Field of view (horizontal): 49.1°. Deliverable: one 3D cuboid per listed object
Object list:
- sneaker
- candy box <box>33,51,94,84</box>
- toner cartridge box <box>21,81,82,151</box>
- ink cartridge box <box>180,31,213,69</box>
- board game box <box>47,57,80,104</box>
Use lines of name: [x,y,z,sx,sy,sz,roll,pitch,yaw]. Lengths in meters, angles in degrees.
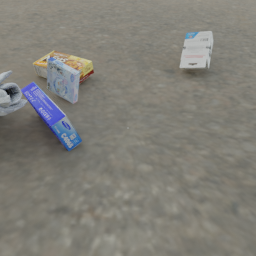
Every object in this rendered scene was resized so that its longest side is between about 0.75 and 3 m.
sneaker: [-3.415,-0.841,7.301,1.566,1.024,2.724,-19,22,2]
candy box: [-2.333,-2.165,10.127,1.932,0.534,1.115,21,48,28]
toner cartridge box: [-2.049,-0.353,7.376,0.454,0.999,2.103,-39,48,-13]
ink cartridge box: [2.603,-2.805,10.627,0.996,0.574,1.720,5,65,25]
board game box: [-2.014,-1.456,8.662,1.098,1.103,0.239,31,44,16]
